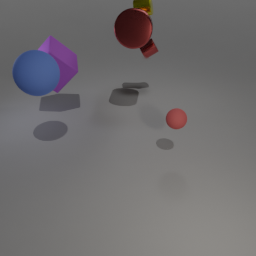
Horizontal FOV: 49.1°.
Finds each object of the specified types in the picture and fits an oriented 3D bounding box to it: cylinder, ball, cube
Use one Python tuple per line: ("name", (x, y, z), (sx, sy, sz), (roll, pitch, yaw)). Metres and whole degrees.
("cylinder", (0.245, -3.821, 10.692), (1.400, 1.400, 1.400), (3, 23, 5))
("cylinder", (0.621, -4.909, 11.375), (0.700, 0.700, 0.700), (-4, 30, 16))
("ball", (-2.825, -1.692, 8.665), (1.400, 1.400, 1.400), (0, 32, 0))
("cylinder", (0.985, -3.751, 13.239), (0.700, 0.700, 0.700), (-28, 28, 16))
("cube", (-3.056, -2.617, 11.563), (1.400, 1.400, 1.400), (33, 29, -36))
("ball", (1.598, -0.302, 9.241), (0.700, 0.700, 0.700), (0, 32, 0))
